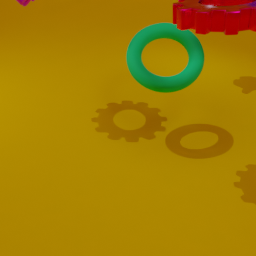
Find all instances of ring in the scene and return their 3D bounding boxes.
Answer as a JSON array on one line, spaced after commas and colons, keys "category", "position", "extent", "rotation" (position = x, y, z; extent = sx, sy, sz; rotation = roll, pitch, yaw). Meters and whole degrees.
[{"category": "ring", "position": [0.822, -1.582, 6.217], "extent": [1.729, 0.346, 1.729], "rotation": [-1, 71, 2]}]

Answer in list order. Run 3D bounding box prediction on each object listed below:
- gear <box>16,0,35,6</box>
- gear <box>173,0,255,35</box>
[{"category": "gear", "position": [-1.792, -3.529, 6.084], "extent": [1.959, 0.362, 1.959], "rotation": [-40, 22, 20]}, {"category": "gear", "position": [1.464, -1.757, 4.181], "extent": [1.552, 0.287, 1.552], "rotation": [-5, 34, 3]}]
